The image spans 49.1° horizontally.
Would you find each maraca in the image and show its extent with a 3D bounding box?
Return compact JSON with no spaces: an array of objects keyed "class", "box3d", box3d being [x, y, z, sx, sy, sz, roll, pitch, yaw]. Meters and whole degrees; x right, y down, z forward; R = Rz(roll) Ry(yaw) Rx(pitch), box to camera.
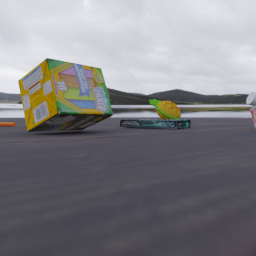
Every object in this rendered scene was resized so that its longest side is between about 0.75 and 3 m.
[{"class":"maraca","box3d":[1.784,-0.897,13.421,1.739,0.930,1.192,38,25,22]}]

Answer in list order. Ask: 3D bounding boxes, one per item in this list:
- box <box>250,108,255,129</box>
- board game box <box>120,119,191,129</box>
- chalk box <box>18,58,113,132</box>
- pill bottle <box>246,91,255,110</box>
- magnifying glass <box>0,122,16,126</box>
[{"class":"box","box3d":[4.241,-0.372,8.532,0.586,0.635,1.238,-19,-10,38]},{"class":"board game box","box3d":[0.894,-0.145,9.118,1.950,0.275,1.319,2,3,30]},{"class":"chalk box","box3d":[-1.279,-0.699,6.675,1.280,1.274,2.058,-22,-12,37]},{"class":"pill bottle","box3d":[3.512,-0.633,7.201,0.825,0.466,0.466,20,1,-6]},{"class":"magnifying glass","box3d":[-4.769,-0.132,10.297,1.483,0.166,0.590,-1,4,20]}]
